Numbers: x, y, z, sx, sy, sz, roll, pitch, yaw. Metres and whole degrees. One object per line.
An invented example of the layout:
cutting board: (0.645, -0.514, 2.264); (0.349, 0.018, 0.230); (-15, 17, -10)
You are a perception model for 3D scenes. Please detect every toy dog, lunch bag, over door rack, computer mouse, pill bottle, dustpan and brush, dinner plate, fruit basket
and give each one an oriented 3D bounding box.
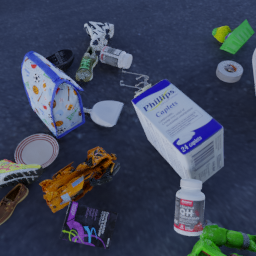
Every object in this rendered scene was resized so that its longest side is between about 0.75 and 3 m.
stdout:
toy dog: (0.743, -0.976, 9.890); (0.885, 0.637, 0.913); (-31, 86, -4)
lunch bag: (-2.720, -1.299, 10.196); (1.575, 2.543, 2.162); (-36, 59, -24)
over door rack: (0.258, -1.991, 12.018); (1.266, 0.422, 0.935); (17, 51, -14)
computer mouse: (-3.440, -2.841, 12.714); (2.288, 0.603, 1.584); (-23, 55, -3)
pill bottle: (-0.537, -3.206, 12.818); (1.344, 0.765, 0.765); (21, 55, 15)
dustpan and brush: (-1.217, -0.657, 11.077); (1.837, 0.526, 1.282); (17, 52, 4)
pill bottle: (1.635, 2.061, 7.411); (0.752, 0.752, 1.358); (4, 89, 3)
dinner plate: (-3.241, 0.868, 10.007); (1.546, 0.187, 1.546); (0, 51, 0)
fruit basket: (5.019, -4.598, 13.726); (1.762, 1.271, 1.762); (6, 63, -12)

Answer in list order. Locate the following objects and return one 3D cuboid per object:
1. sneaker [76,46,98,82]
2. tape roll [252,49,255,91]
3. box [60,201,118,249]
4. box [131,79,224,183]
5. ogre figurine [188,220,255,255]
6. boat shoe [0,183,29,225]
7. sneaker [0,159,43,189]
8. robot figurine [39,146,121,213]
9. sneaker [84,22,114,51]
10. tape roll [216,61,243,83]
sneaker: (-1.885, -2.890, 12.479); (0.782, 0.901, 2.033); (6, 52, 5)
tape roll: (6.342, -2.160, 10.651); (2.893, 2.893, 1.986); (9, 53, 7)
box: (-1.103, 2.780, 8.021); (1.448, 0.261, 1.035); (16, 73, -10)
box: (1.586, 0.188, 8.699); (1.360, 2.384, 2.593); (-36, 53, -7)
ogre figurine: (2.372, 3.599, 7.135); (1.726, 1.412, 2.879); (34, 71, 10)
boat shoe: (-3.734, 2.328, 8.661); (0.534, 0.501, 1.483); (25, 56, 18)
sneaker: (-3.880, 1.388, 9.208); (2.116, 0.827, 0.955); (-9, 50, -6)
robot figurine: (-1.451, 1.471, 8.771); (2.518, 0.733, 1.825); (-34, 26, -14)
sneaker: (-1.712, -4.616, 13.863); (1.403, 0.861, 2.156); (16, 54, 13)
tape roll: (4.541, -2.535, 12.547); (1.102, 0.364, 1.102); (0, 53, 1)
